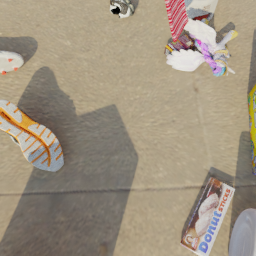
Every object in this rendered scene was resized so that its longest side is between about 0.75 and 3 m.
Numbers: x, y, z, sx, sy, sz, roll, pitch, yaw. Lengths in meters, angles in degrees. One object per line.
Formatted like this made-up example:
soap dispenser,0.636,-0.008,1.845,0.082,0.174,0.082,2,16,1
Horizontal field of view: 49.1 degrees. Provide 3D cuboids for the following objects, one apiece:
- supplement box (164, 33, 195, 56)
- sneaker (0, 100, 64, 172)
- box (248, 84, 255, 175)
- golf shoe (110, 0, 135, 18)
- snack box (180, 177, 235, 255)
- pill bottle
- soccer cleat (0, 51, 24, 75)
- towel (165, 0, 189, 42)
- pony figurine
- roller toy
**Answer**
supplement box,1.826,-2.811,9.817,0.979,0.419,0.540,-34,68,-16
sneaker,-2.800,0.227,8.055,0.996,0.983,2.545,-44,89,-14
box,5.108,-0.072,7.698,2.858,1.744,2.753,8,64,3
golf shoe,-0.490,-4.835,10.716,0.786,0.647,1.664,-34,67,-16
snack box,2.113,2.306,7.354,0.712,0.241,1.982,27,66,13
pill bottle,3.968,3.027,6.130,2.999,1.793,1.793,14,64,7
soccer cleat,-4.808,-2.301,9.328,2.594,0.899,1.006,-9,63,-1
towel,1.111,-2.768,6.393,0.144,1.284,0.929,9,51,30
pony figurine,2.589,-2.713,9.240,2.130,1.838,2.207,23,50,0
roller toy,2.434,-4.754,10.285,1.895,1.324,1.728,21,65,10
